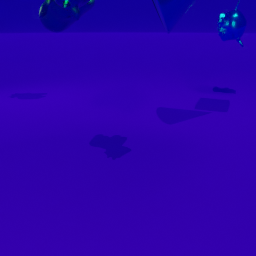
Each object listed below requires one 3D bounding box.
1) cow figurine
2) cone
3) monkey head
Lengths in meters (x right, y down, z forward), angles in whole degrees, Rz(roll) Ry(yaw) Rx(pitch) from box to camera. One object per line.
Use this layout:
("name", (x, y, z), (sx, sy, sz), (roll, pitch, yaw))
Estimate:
("cow figurine", (-0.888, -1.684, 3.833), (1.136, 0.623, 1.118), (-29, 21, 34))
("cone", (1.195, -2.900, 5.529), (1.494, 1.488, 1.488), (-23, 17, 11))
("monkey head", (3.402, -3.344, 9.214), (0.881, 1.463, 1.052), (-6, 10, 16))
